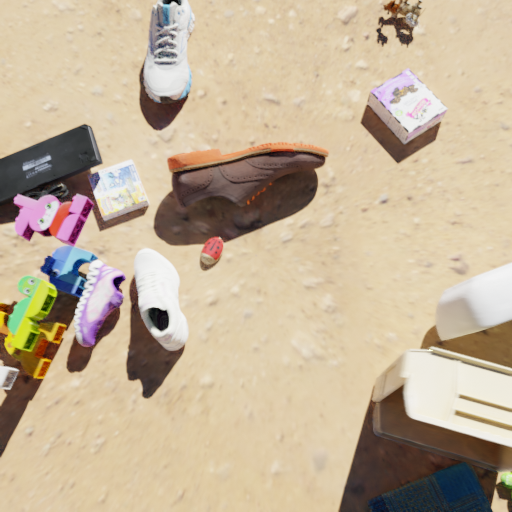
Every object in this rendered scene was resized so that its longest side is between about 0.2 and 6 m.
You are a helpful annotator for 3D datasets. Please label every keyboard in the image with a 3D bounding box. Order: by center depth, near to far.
[{"bbox_3d":[-4.539,-1.709,11.862,2.621,0.336,1.574,-23,63,1],"label":"keyboard"}]

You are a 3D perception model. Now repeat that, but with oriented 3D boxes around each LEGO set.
[{"bbox_3d":[-4.478,0.847,10.403,1.739,1.617,4.239,18,76,10],"label":"LEGO set"}]

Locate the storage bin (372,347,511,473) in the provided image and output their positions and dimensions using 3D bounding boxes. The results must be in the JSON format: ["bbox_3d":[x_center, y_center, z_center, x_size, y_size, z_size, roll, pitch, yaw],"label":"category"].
[{"bbox_3d":[3.314,2.562,9.176,2.453,2.471,1.158,15,68,6],"label":"storage bin"}]

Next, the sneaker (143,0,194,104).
[{"bbox_3d":[-2.063,-4.970,12.802,1.160,1.341,3.095,0,69,-1],"label":"sneaker"}]

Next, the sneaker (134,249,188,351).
[{"bbox_3d":[-1.859,0.722,10.655,0.788,1.048,2.104,-24,69,3],"label":"sneaker"}]

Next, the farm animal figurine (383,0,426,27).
[{"bbox_3d":[3.578,-6.114,13.703,1.076,0.567,1.088,27,63,-2],"label":"farm animal figurine"}]

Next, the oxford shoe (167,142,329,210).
[{"bbox_3d":[-0.103,-1.681,11.769,3.378,1.202,1.225,-8,95,-5],"label":"oxford shoe"}]

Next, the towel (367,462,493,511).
[{"bbox_3d":[3.087,4.563,9.606,1.985,0.215,1.456,-19,69,-5],"label":"towel"}]

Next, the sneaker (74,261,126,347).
[{"bbox_3d":[-2.963,0.923,10.791,0.751,0.683,1.698,8,68,3],"label":"sneaker"}]

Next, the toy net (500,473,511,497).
[{"bbox_3d":[6.639,4.093,9.428,4.467,0.863,2.343,27,71,10],"label":"toy net"}]

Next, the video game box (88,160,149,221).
[{"bbox_3d":[-2.942,-1.412,11.950,1.011,0.260,1.110,-23,69,-6],"label":"video game box"}]

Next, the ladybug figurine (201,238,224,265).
[{"bbox_3d":[-0.896,-0.127,11.451,0.427,0.226,0.629,23,70,9],"label":"ladybug figurine"}]

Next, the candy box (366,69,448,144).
[{"bbox_3d":[3.385,-3.369,12.599,1.142,0.487,1.362,-33,72,-12],"label":"candy box"}]

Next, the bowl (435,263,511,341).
[{"bbox_3d":[4.396,0.667,9.911,2.375,2.378,0.888,-20,79,-5],"label":"bowl"}]
